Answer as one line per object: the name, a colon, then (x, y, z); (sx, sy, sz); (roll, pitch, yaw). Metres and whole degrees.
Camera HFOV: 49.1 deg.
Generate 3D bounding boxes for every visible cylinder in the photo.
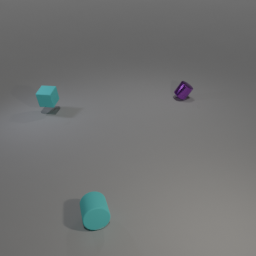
cylinder: (-0.859, 2.122, 7.220); (0.700, 0.700, 0.700); (-8, 25, -13)
cylinder: (2.794, -1.895, 14.094); (0.700, 0.700, 0.700); (27, 28, -16)

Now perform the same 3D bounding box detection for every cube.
cube: (-3.570, -1.401, 12.469); (0.700, 0.700, 0.700); (4, 42, 10)
